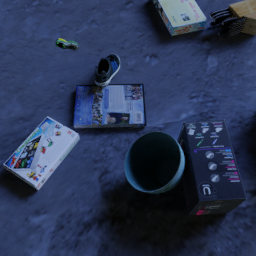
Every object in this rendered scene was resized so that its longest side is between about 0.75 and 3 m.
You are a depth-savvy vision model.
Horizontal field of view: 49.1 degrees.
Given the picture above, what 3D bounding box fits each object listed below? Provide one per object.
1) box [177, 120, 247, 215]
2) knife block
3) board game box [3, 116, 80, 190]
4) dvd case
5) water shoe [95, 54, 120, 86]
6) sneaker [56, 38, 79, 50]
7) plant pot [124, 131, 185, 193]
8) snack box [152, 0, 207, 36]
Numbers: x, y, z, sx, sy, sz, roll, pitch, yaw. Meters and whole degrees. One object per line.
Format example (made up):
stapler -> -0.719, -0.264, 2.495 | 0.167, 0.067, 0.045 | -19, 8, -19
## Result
box -> 2.314, 1.152, 8.248 | 1.290, 1.487, 2.432 | -3, 59, -2
knife block -> 4.778, -5.011, 12.308 | 2.176, 0.793, 2.479 | 20, 62, 10
board game box -> -2.772, 0.758, 9.135 | 1.367, 0.375, 2.165 | 29, 63, 16
dvd case -> -0.654, -0.841, 10.180 | 2.569, 0.225, 1.833 | -1, 58, -1
water shoe -> -0.734, -2.392, 10.687 | 0.680, 0.751, 1.903 | 12, 50, 7
sneaker -> -2.001, -2.694, 9.235 | 0.788, 0.307, 0.336 | 8, 42, -9
plant pot -> 0.952, 1.149, 8.287 | 1.783, 1.201, 1.783 | -16, 58, 27
snack box -> 2.260, -5.429, 12.723 | 1.618, 0.517, 2.786 | -14, 60, -8
